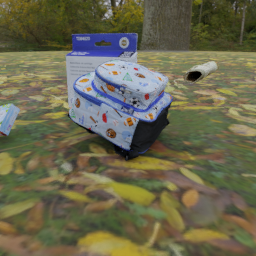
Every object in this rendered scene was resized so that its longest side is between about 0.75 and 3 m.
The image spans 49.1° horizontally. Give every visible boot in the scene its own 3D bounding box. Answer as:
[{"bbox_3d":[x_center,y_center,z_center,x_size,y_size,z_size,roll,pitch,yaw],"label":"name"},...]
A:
[{"bbox_3d":[1.789,-1.436,7.657,0.867,0.404,1.121,-31,10,-37],"label":"boot"}]

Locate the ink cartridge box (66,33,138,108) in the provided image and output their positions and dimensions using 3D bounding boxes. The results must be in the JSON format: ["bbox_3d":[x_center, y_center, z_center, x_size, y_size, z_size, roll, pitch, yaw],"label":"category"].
[{"bbox_3d":[-0.974,-1.954,9.964,2.705,2.711,0.550,7,17,24],"label":"ink cartridge box"}]

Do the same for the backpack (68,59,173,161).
[{"bbox_3d":[-0.237,-0.673,7.414,2.498,2.021,2.623,17,23,18],"label":"backpack"}]

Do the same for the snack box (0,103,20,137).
[{"bbox_3d":[-3.589,-0.187,7.823,1.023,0.346,0.863,-5,57,34],"label":"snack box"}]
